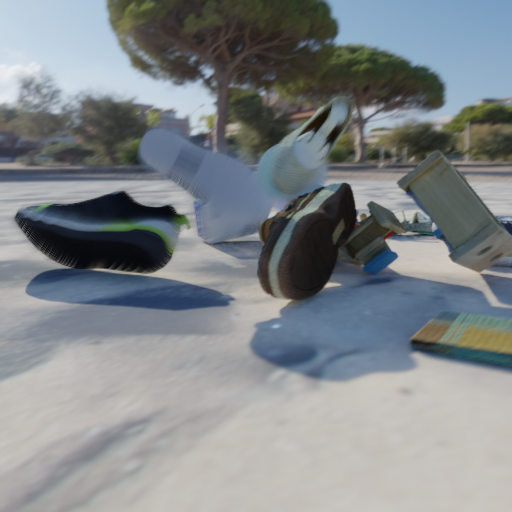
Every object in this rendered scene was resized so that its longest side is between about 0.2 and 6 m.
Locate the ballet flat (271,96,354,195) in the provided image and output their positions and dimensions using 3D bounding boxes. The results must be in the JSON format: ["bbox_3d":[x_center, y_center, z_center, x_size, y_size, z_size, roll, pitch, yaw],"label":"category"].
[{"bbox_3d":[1.130,-2.281,10.881,0.847,0.916,2.716,-39,15,54],"label":"ballet flat"}]

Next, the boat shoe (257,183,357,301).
[{"bbox_3d":[0.613,-0.223,8.867,1.231,1.229,3.328,-3,19,26],"label":"boat shoe"}]

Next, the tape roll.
[{"bbox_3d":[0.721,-1.602,11.386,1.413,1.413,0.494,0,-21,2],"label":"tape roll"}]

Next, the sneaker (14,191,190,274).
[{"bbox_3d":[-2.722,-0.532,10.098,3.261,1.169,1.350,11,53,17],"label":"sneaker"}]

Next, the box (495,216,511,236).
[{"bbox_3d":[4.963,-0.369,11.393,1.540,0.802,1.403,2,11,11],"label":"box"}]

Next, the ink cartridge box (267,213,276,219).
[{"bbox_3d":[0.970,-0.617,11.819,1.413,0.664,3.005,-22,10,0],"label":"ink cartridge box"}]

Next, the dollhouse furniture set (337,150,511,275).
[{"bbox_3d":[2.878,-0.235,9.744,2.398,1.690,1.680,-40,-29,24],"label":"dollhouse furniture set"}]

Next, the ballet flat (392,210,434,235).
[{"bbox_3d":[3.987,-0.869,14.636,2.116,0.674,0.713,-1,10,-7],"label":"ballet flat"}]

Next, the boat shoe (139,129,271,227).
[{"bbox_3d":[-0.771,-1.281,9.202,2.639,0.906,0.747,34,-1,22],"label":"boat shoe"}]

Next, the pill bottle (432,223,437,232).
[{"bbox_3d":[4.803,-0.633,13.511,0.599,0.599,1.074,-3,10,-18],"label":"pill bottle"}]

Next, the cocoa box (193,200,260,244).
[{"bbox_3d":[-0.690,-0.945,13.484,1.405,0.937,0.922,-14,21,-22],"label":"cocoa box"}]

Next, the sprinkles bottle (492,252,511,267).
[{"bbox_3d":[4.612,-0.026,10.474,1.341,0.458,0.458,4,11,20],"label":"sprinkles bottle"}]

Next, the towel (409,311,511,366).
[{"bbox_3d":[2.715,0.913,5.951,1.829,0.198,1.341,5,11,32],"label":"towel"}]

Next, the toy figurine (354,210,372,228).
[{"bbox_3d":[3.057,-0.960,15.304,0.895,0.623,0.881,-2,10,-12],"label":"toy figurine"}]
